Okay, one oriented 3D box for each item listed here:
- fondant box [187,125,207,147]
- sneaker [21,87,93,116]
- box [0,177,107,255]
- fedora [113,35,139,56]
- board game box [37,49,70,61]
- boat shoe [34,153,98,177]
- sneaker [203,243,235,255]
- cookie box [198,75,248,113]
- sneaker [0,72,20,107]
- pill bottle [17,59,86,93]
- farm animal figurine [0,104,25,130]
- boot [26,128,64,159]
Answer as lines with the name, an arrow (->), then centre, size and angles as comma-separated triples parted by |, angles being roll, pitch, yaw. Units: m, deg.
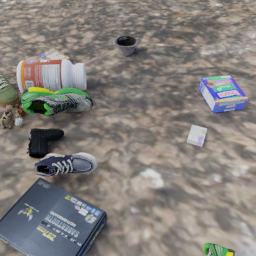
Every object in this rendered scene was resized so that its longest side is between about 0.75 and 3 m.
fondant box -> 2.657, 0.288, 10.759 | 0.591, 0.239, 0.819 | 16, 49, 15
sneaker -> -2.778, -0.884, 11.145 | 2.780, 1.085, 1.184 | -2, 42, -13
box -> -2.174, 2.779, 8.021 | 2.544, 0.649, 2.006 | 22, 51, 21
fedora -> -0.103, -4.346, 14.971 | 1.380, 0.704, 1.560 | 2, 41, 0
board game box -> -3.845, -3.559, 14.464 | 1.395, 0.323, 1.057 | 33, 54, 28
boat shoe -> -2.055, 1.276, 9.127 | 2.004, 0.748, 0.929 | -3, 14, 19
sneaker -> 1.983, 3.858, 6.987 | 0.901, 0.825, 2.115 | 15, 38, 24
cookie box -> 4.108, -1.516, 12.231 | 1.465, 0.644, 1.713 | -7, 47, -9
sneaker -> -5.920, -2.089, 12.331 | 0.977, 1.308, 2.914 | -35, 55, -29
pill bottle -> -3.263, -2.215, 12.301 | 2.750, 1.542, 1.542 | -2, 46, -4
farm animal figurine -> -4.896, -0.555, 11.257 | 1.345, 0.701, 1.330 | -9, 46, -9
boot -> -3.023, 0.562, 10.315 | 1.340, 0.496, 1.098 | 3, 54, -18
